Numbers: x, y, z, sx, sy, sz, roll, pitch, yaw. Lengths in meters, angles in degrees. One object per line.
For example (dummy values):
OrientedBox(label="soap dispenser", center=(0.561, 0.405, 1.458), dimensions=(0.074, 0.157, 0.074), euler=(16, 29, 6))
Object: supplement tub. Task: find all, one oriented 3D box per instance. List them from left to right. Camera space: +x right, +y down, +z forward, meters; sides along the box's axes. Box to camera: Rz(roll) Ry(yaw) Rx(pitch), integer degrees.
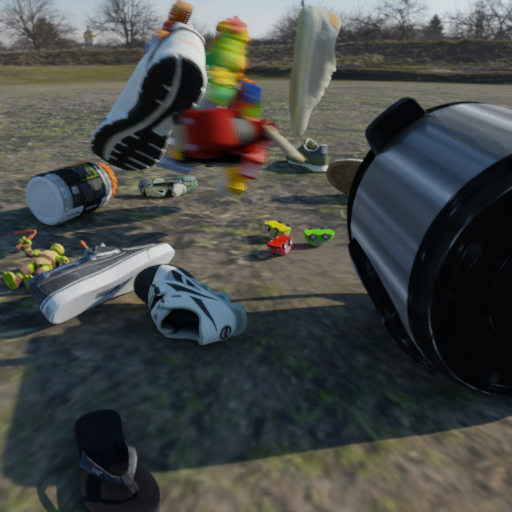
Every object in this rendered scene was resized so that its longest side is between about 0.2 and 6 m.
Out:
OrientedBox(label="supplement tub", center=(-4.182, -1.502, 12.897), dimensions=(1.172, 1.172, 1.913), euler=(11, 24, 25))

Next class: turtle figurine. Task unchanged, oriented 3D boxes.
OrientedBox(label="turtle figurine", center=(-3.780, 0.118, 9.752), dimensions=(1.613, 0.520, 1.301), euler=(19, 35, 8))

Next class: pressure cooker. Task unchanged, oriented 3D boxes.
OrientedBox(label="pressure cooker", center=(2.915, -0.328, 7.371), dimensions=(3.198, 3.149, 3.580), euler=(0, 26, -10))

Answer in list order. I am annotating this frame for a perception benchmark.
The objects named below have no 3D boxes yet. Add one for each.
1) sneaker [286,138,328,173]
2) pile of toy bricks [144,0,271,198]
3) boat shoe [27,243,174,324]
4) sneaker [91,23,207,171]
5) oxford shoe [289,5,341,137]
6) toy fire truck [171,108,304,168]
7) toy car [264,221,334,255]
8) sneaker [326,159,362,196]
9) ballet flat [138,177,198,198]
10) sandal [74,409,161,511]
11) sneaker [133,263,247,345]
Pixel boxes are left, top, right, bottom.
OrientedBox(label="sneaker", center=(1.623, -3.251, 17.572), dimensions=(0.676, 0.905, 2.017), euler=(-12, 25, -27))
OrientedBox(label="pile of toy bricks", center=(-0.818, -3.794, 11.522), dimensions=(2.564, 2.281, 4.621), euler=(15, 59, -25))
OrientedBox(label="boat shoe", center=(-2.390, 0.200, 8.853), dimensions=(2.459, 0.882, 0.833), euler=(-29, 72, -41))
OrientedBox(label="sneaker", center=(-1.876, -2.747, 10.135), dimensions=(1.229, 3.335, 1.334), euler=(28, 49, -29))
OrientedBox(label="oxford shoe", center=(1.252, -3.952, 12.399), dimensions=(0.900, 3.117, 1.172), euler=(-3, 49, -10))
OrientedBox(label="toy fire truck", center=(-0.204, -1.576, 7.583), dimensions=(1.504, 0.967, 1.323), euler=(-8, 0, 41))
OrientedBox(label="toy car", center=(0.861, -0.343, 11.185), dimensions=(1.379, 0.327, 1.466), euler=(-1, 23, -3))
OrientedBox(label="sneaker", center=(3.290, -2.107, 14.618), dimensions=(2.819, 1.004, 1.586), euler=(12, 28, 10))
OrientedBox(label="ballet flat", center=(-2.279, -1.726, 14.513), dimensions=(1.533, 0.569, 0.569), euler=(-3, 22, -3))
OrientedBox(label="sandal", center=(-1.431, 1.975, 5.397), dimensions=(0.649, 0.366, 1.707), euler=(-13, 25, -28))
OrientedBox(label="sneaker", center=(-1.218, 0.688, 8.019), dimensions=(2.105, 0.780, 0.932), euler=(17, 25, 37))
